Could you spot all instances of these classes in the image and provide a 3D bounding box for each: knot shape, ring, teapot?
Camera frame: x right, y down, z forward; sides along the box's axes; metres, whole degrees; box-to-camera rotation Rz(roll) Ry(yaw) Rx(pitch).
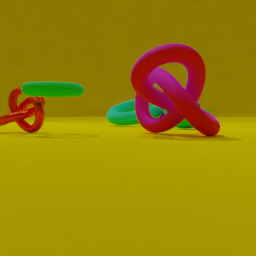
[{"bbox_3d":[0.668,-0.527,4.946,0.850,1.839,1.720,-48,21,-26],"label":"knot shape"},{"bbox_3d":[-2.023,-0.322,5.553,1.016,1.086,0.502,23,-26,30],"label":"knot shape"},{"bbox_3d":[-1.302,-0.665,4.882,1.061,0.212,1.061,0,4,0],"label":"ring"},{"bbox_3d":[1.652,-0.533,8.931,1.757,0.860,1.093,-12,52,-29],"label":"teapot"},{"bbox_3d":[0.291,-0.596,9.550,2.085,0.417,2.085,-11,18,4],"label":"ring"},{"bbox_3d":[1.451,-0.320,7.177,1.258,0.616,0.782,-2,-9,19],"label":"teapot"}]
